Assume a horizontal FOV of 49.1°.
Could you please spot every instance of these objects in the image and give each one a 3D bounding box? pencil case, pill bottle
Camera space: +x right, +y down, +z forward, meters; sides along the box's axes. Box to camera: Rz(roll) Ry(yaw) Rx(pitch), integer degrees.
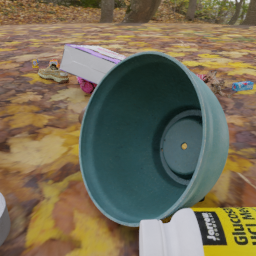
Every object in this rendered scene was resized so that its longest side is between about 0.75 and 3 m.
[{"bbox_3d":[-1.831,-2.075,12.306,0.833,0.807,1.779,24,14,-26],"label":"pencil case"},{"bbox_3d":[1.266,1.676,3.659,2.196,1.235,1.235,-1,25,-1],"label":"pill bottle"}]

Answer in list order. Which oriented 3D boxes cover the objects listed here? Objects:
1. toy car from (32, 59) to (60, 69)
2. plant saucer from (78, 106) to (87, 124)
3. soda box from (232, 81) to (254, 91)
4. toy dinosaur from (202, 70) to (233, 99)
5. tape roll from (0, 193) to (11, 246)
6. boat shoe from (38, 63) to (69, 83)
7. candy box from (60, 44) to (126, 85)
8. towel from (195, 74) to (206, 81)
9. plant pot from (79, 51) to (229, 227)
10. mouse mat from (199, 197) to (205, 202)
[{"bbox_3d":[-4.673,-3.559,15.636,1.897,0.631,0.930,6,25,10],"label":"toy car"},{"bbox_3d":[-0.439,-0.574,9.457,2.486,0.455,2.486,1,25,0],"label":"plant saucer"},{"bbox_3d":[5.043,-1.840,12.314,0.914,0.310,0.293,-9,26,-18],"label":"soda box"},{"bbox_3d":[3.023,-1.426,10.875,2.112,0.906,1.431,-31,29,-28],"label":"toy dinosaur"},{"bbox_3d":[-2.796,1.623,4.662,1.510,0.499,1.510,-1,25,0],"label":"tape roll"},{"bbox_3d":[-3.679,-2.811,13.801,2.128,0.810,0.763,18,30,33],"label":"boat shoe"},{"bbox_3d":[-0.957,-2.605,11.813,2.515,1.073,2.998,23,20,11],"label":"candy box"},{"bbox_3d":[3.413,-2.509,13.979,1.137,0.128,0.822,4,27,13],"label":"towel"},{"bbox_3d":[0.681,0.262,5.337,1.935,2.889,2.889,11,11,-44],"label":"plant pot"},{"bbox_3d":[1.168,1.065,6.400,1.290,0.060,1.603,8,25,18],"label":"mouse mat"}]
